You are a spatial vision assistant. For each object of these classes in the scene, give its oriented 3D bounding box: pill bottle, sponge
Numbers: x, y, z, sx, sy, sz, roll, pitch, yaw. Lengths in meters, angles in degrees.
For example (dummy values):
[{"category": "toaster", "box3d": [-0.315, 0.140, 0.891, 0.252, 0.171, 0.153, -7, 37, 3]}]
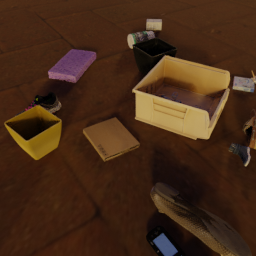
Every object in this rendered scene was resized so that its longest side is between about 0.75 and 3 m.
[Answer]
[{"category": "pill bottle", "box3d": [0.701, -4.659, 14.699, 1.311, 0.741, 0.741, -17, 44, -18]}, {"category": "sponge", "box3d": [-2.534, -2.953, 13.042, 1.343, 0.359, 2.407, 11, 42, 14]}]

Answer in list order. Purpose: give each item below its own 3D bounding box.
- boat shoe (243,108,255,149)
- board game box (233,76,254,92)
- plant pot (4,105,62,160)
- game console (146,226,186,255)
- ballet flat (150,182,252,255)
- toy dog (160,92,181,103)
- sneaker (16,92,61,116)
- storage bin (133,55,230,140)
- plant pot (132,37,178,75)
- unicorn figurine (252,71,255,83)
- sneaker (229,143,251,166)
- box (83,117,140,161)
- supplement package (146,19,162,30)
[{"category": "boat shoe", "box3d": [4.256, -0.013, 9.401, 0.698, 0.715, 1.890, 5, 40, 10]}, {"category": "board game box", "box3d": [4.922, -1.870, 11.921, 0.827, 0.180, 0.831, 13, 43, 15]}, {"category": "plant pot", "box3d": [-2.863, 0.227, 8.802, 1.255, 1.107, 1.255, 30, 49, 30]}, {"category": "game console", "box3d": [1.034, 3.019, 6.270, 1.062, 0.217, 1.801, -24, 46, -25]}, {"category": "ballet flat", "box3d": [1.647, 2.331, 6.850, 2.715, 0.629, 0.915, 32, 22, 24]}, {"category": "toy dog", "box3d": [1.580, -1.069, 10.592, 0.883, 0.425, 0.582, -11, 84, -4]}, {"category": "sneaker", "box3d": [-3.311, -0.783, 10.195, 1.828, 0.800, 0.674, -31, 49, -30]}, {"category": "storage bin", "box3d": [2.046, -1.193, 10.273, 2.795, 1.320, 2.816, 19, 44, 21]}, {"category": "plant pot", "box3d": [1.157, -3.033, 12.437, 1.428, 1.270, 1.432, -25, 46, -26]}, {"category": "unicorn figurine", "box3d": [5.721, -1.714, 11.565, 1.410, 0.521, 0.968, 14, 41, -11]}, {"category": "sneaker", "box3d": [3.441, 0.805, 8.683, 0.629, 0.331, 0.870, 21, 35, 7]}, {"category": "box", "box3d": [-0.580, 0.324, 9.402, 1.324, 0.172, 1.620, -21, 45, -23]}, {"category": "supplement package", "box3d": [1.539, -6.120, 16.582, 0.883, 0.484, 0.502, 3, 41, 3]}]
